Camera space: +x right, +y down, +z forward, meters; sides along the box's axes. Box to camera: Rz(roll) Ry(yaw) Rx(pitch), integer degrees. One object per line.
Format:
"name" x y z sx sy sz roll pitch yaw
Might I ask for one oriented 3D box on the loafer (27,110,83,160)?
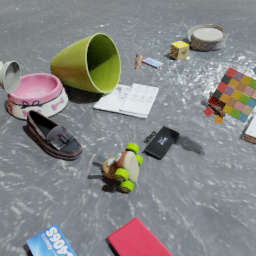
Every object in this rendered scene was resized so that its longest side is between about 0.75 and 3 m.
"loafer" -2.916 0.213 10.601 2.912 0.917 1.046 28 47 30

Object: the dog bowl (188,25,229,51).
"dog bowl" 5.093 -5.795 17.995 2.545 0.746 2.545 -2 42 2

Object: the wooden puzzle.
"wooden puzzle" 3.492 -1.045 9.004 1.350 2.277 0.160 34 21 20

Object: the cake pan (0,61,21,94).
"cake pan" -2.918 -1.264 6.928 0.151 0.822 0.822 13 40 4

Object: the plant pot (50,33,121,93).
"plant pot" -2.261 -2.952 13.509 2.868 2.684 2.684 1 35 32

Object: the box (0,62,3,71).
"box" -6.989 -3.243 15.287 0.445 0.365 0.938 -19 43 -22

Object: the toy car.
"toy car" -0.469 1.246 9.264 1.549 1.222 1.272 4 48 23

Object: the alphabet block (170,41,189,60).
"alphabet block" 3.040 -4.578 16.575 0.791 0.806 0.787 -23 43 -25

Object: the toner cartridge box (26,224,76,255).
"toner cartridge box" -1.779 3.398 7.100 0.880 0.400 1.852 -26 46 -29

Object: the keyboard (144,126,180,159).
"keyboard" 1.222 0.500 10.831 1.024 0.219 1.705 26 45 19

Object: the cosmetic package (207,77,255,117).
"cosmetic package" 5.263 -1.520 12.864 2.998 0.759 1.237 -18 42 -21

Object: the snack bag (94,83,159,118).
"snack bag" -0.031 -1.420 13.124 2.563 0.274 2.417 11 41 14

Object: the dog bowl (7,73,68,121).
"dog bowl" -4.136 -1.527 12.680 2.723 1.004 2.723 -1 39 0

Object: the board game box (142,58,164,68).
"board game box" 1.421 -3.746 16.107 1.163 0.113 0.598 32 47 33

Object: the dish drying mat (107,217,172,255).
"dish drying mat" 0.714 3.537 7.065 1.098 0.260 2.859 -26 45 -29

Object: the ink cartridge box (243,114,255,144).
"ink cartridge box" 5.761 0.167 11.098 1.818 0.394 1.785 21 43 26

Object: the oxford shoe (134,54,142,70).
"oxford shoe" 0.387 -2.942 12.473 0.287 0.280 0.786 25 64 -24
